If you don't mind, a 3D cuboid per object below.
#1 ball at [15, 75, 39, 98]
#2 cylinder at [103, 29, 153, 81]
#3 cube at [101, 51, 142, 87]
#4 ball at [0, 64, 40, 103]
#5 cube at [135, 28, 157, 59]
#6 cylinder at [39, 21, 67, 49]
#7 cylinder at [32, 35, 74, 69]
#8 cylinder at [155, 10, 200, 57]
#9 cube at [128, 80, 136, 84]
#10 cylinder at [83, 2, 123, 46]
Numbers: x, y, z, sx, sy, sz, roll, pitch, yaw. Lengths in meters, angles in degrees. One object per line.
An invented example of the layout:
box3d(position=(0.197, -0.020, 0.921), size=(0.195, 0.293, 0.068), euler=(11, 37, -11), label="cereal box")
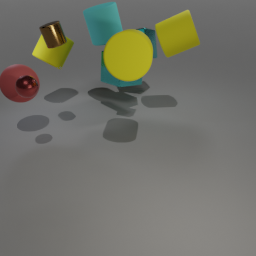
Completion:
box3d(position=(-3.144, -1.287, 8.719), size=(0.700, 0.700, 0.700), euler=(0, 29, 0), label="ball")
box3d(position=(0.052, -2.242, 8.505), size=(1.400, 1.400, 1.400), euler=(3, 21, 5), label="cylinder")
box3d(position=(-0.276, -2.730, 12.739), size=(1.400, 1.400, 1.400), euler=(-14, 27, -40), label="cube")
box3d(position=(-4.005, -1.642, 10.370), size=(1.400, 1.400, 1.400), euler=(0, 29, 0), label="ball")
box3d(position=(0.539, -4.125, 14.027), size=(1.400, 1.400, 1.400), euler=(-1, 12, 27), label="cube")
box3d(position=(-2.479, -3.100, 9.300), size=(0.700, 0.700, 0.700), euler=(-13, 31, 8), label="cylinder")
box3d(position=(-3.368, -3.593, 12.655), size=(1.400, 1.400, 1.400), euler=(28, 6, -3), label="cylinder")
box3d(position=(1.970, -3.717, 11.126), size=(1.400, 1.400, 1.400), euler=(-19, 24, 18), label="cylinder")
box3d(position=(0.155, -2.310, 11.154), size=(0.700, 0.700, 0.700), euler=(28, 40, -1), label="cube")
box3d(position=(-1.010, -4.361, 11.728), size=(1.400, 1.400, 1.400), euler=(-12, 31, 7), label="cylinder")
